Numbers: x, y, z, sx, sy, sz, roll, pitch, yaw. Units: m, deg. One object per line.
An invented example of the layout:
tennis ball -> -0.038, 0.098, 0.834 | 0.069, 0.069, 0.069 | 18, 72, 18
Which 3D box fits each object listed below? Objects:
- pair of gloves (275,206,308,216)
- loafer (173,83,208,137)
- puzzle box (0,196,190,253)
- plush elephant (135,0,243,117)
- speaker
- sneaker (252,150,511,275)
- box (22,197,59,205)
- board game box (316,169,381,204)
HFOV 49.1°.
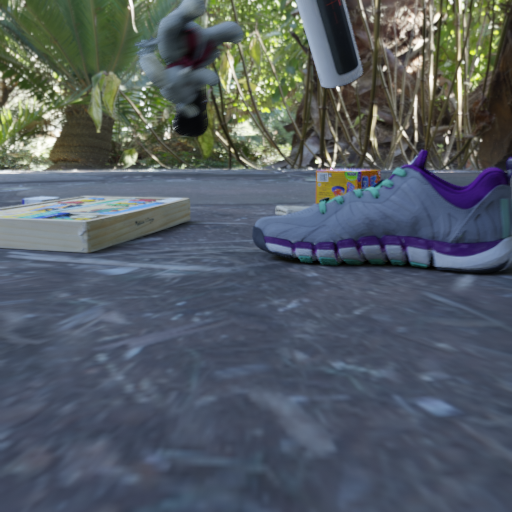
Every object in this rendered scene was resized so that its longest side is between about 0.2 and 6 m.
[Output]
pair of gloves -> 1.744, -0.610, 10.568 | 2.151, 0.443, 2.529 | -1, 12, -25
loafer -> -1.218, -3.005, 10.894 | 0.684, 0.664, 1.872 | 7, -25, -9
puzzle box -> -3.334, -0.726, 10.855 | 2.784, 0.532, 4.184 | 2, 11, 15
plush elephant -> -1.065, -2.886, 8.475 | 1.629, 1.262, 1.342 | -15, -10, 22
speaker -> 1.132, -3.685, 8.946 | 0.740, 1.823, 0.740 | -16, 34, 11
sneaker -> 1.708, -0.693, 7.874 | 3.592, 1.572, 1.337 | 4, 11, 16
box -> -5.558, -1.319, 14.486 | 0.685, 0.359, 0.630 | 6, 13, 24
board game box -> 2.163, -1.463, 13.189 | 1.116, 1.115, 1.115 | 9, 14, 38
